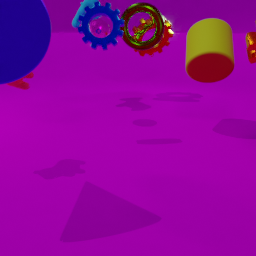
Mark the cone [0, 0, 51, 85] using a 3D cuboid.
[{"bbox_3d":[-2.012,-1.330,4.489,1.581,1.581,1.587,-5,-1,-13],"label":"cone"}]

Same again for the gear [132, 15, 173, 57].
[{"bbox_3d":[1.023,-3.953,12.112,1.862,1.862,0.344,-7,51,-18],"label":"gear"}]

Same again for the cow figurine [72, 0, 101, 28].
[{"bbox_3d":[-1.462,-4.397,10.656,0.957,1.715,1.743,28,-30,-17],"label":"cow figurine"}]

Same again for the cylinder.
[{"bbox_3d":[2.405,-2.258,8.285,1.343,1.343,1.343,3,61,9],"label":"cylinder"}]

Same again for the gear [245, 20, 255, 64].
[{"bbox_3d":[3.528,-1.898,5.901,1.909,1.909,0.353,1,64,2],"label":"gear"}]

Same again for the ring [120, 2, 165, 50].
[{"bbox_3d":[0.553,-4.067,11.298,1.846,1.846,0.369,2,28,6],"label":"ring"}]

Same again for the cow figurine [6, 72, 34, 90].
[{"bbox_3d":[-2.720,-1.238,5.871,1.122,0.626,1.140,14,-8,15],"label":"cow figurine"}]

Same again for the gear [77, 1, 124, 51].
[{"bbox_3d":[-0.680,-2.566,7.085,1.154,1.154,0.213,0,4,0],"label":"gear"}]

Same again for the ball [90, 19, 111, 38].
[{"bbox_3d":[-0.908,-2.942,8.598,0.767,0.767,0.767,0,21,0],"label":"ball"}]
